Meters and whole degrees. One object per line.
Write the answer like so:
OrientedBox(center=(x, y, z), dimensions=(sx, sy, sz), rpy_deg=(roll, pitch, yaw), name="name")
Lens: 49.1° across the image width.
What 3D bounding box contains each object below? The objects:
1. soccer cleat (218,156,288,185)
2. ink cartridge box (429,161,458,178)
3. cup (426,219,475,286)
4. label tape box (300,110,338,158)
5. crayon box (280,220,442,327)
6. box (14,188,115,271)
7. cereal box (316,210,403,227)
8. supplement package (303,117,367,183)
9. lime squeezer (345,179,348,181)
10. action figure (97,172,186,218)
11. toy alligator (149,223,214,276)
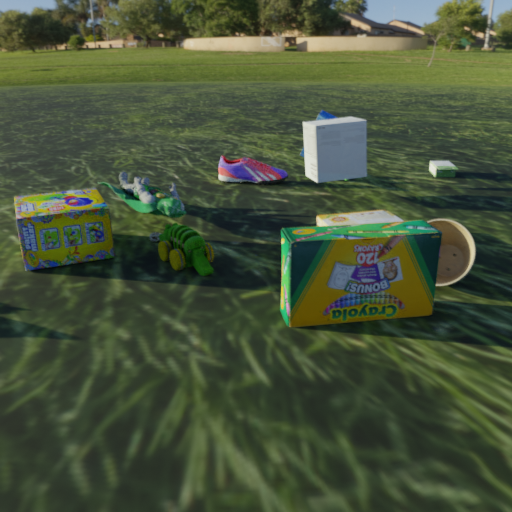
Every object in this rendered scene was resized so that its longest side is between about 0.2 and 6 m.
OrientedBox(center=(-0.080, -2.197, 14.300), dimensions=(1.795, 0.657, 0.612), rpy_deg=(3, 22, 8), name="soccer cleat")
OrientedBox(center=(5.037, -2.303, 15.060), dimensions=(0.527, 0.301, 1.016), rpy_deg=(1, 21, 3), name="ink cartridge box")
OrientedBox(center=(2.818, 0.010, 8.435), dimensions=(0.998, 0.998, 0.714), rpy_deg=(13, -4, 30), name="cup")
OrientedBox(center=(1.743, -2.908, 14.064), dimensions=(0.864, 1.198, 0.379), rpy_deg=(27, 37, 0), name="label tape box")
OrientedBox(center=(1.343, 0.220, 7.412), dimensions=(2.017, 1.198, 0.587), rpy_deg=(-4, 22, -9), name="crayon box")
OrientedBox(center=(-3.319, -0.498, 9.641), dimensions=(1.436, 0.910, 1.491), rpy_deg=(-10, 23, -22), name="box")
OrientedBox(center=(2.059, -0.323, 9.870), dimensions=(1.461, 0.401, 2.031), rpy_deg=(-4, 22, -11), name="cereal box")
OrientedBox(center=(1.796, -2.443, 12.816), dimensions=(1.220, 1.276, 0.938), rpy_deg=(-8, 20, -11), name="supplement package")
OrientedBox(center=(1.959, -2.212, 14.797), dimensions=(0.770, 0.411, 2.179), rpy_deg=(25, 16, -3), name="lime squeezer")
OrientedBox(center=(-2.076, -1.188, 11.246), dimensions=(1.505, 0.697, 2.549), rpy_deg=(8, 12, -34), name="action figure")
OrientedBox(center=(-1.332, -0.281, 9.484), dimensions=(0.667, 0.610, 2.249), rpy_deg=(-13, 25, -30), name="toy alligator")
